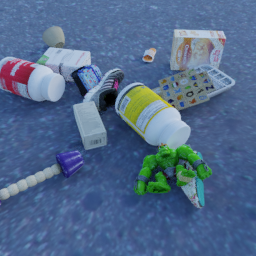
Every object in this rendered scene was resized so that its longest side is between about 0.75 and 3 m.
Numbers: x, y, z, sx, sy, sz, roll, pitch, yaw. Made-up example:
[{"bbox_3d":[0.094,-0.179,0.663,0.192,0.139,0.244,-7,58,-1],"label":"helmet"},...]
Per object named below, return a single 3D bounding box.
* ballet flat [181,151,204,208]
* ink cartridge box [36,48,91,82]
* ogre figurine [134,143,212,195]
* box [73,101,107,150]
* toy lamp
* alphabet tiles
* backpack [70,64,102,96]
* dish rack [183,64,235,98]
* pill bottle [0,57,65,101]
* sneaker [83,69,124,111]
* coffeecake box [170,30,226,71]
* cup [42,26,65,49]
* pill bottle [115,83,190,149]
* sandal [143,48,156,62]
[{"bbox_3d":[2.002,1.619,8.768,0.685,0.811,2.144,-18,33,26],"label":"ballet flat"},{"bbox_3d":[-2.992,-3.018,13.348,2.130,0.898,1.556,9,44,9],"label":"ink cartridge box"},{"bbox_3d":[1.265,1.245,8.755,2.293,1.125,1.375,-35,35,24],"label":"ogre figurine"},{"bbox_3d":[-1.435,-0.140,10.470,0.871,0.713,1.834,-12,45,-13],"label":"box"},{"bbox_3d":[-2.801,1.530,8.648,3.000,0.873,0.873,-23,48,-23],"label":"toy lamp"},{"bbox_3d":[2.258,-1.588,11.663,2.470,0.078,2.055,-18,49,8],"label":"alphabet tiles"},{"bbox_3d":[-1.636,-2.188,12.233,0.907,1.231,1.349,-7,27,45],"label":"backpack"},{"bbox_3d":[3.315,-1.980,12.557,2.335,0.508,2.004,-23,49,-22],"label":"dish rack"},{"bbox_3d":[-4.110,-2.010,11.871,2.681,1.505,1.505,18,46,18],"label":"pill bottle"},{"bbox_3d":[-0.735,-1.548,11.830,1.100,0.928,2.516,23,53,23],"label":"sneaker"},{"bbox_3d":[3.274,-3.690,13.430,2.294,1.761,0.838,2,44,2],"label":"coffeecake box"},{"bbox_3d":[-3.898,-4.752,15.140,1.179,1.179,0.843,-26,74,-25],"label":"cup"},{"bbox_3d":[0.881,-0.364,10.116,1.535,1.535,2.729,-27,51,-25],"label":"pill bottle"},{"bbox_3d":[1.133,-3.938,14.661,0.565,0.423,1.476,11,45,11],"label":"sandal"}]
